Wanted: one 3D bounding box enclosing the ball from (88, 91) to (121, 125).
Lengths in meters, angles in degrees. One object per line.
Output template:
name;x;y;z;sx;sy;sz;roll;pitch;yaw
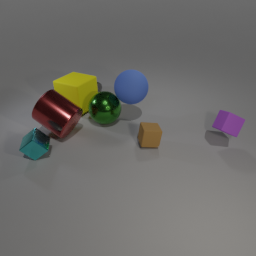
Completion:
ball;-0.974;-0.844;11.769;1.400;1.400;1.400;0;32;0

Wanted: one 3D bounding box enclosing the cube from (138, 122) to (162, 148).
cube;0.809;0.254;10.467;0.700;0.700;0.700;3;27;-12

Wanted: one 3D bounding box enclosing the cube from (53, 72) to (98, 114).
cube;-2.335;-1.598;12.770;1.400;1.400;1.400;16;35;27

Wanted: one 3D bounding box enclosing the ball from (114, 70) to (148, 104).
ball;0.132;-1.658;11.374;1.400;1.400;1.400;0;32;0

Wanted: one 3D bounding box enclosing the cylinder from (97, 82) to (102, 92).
cylinder;-1.811;-2.087;14.332;0.700;0.700;0.700;26;40;26

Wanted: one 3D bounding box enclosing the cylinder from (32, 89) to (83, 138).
cylinder;-2.706;-0.543;10.803;1.400;1.400;1.400;34;39;4

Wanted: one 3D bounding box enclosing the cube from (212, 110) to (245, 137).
cube;3.621;-0.171;10.113;0.700;0.700;0.700;23;6;-15

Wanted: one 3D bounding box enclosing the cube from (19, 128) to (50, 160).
cube;-3.255;0.563;9.830;0.700;0.700;0.700;-34;35;20
